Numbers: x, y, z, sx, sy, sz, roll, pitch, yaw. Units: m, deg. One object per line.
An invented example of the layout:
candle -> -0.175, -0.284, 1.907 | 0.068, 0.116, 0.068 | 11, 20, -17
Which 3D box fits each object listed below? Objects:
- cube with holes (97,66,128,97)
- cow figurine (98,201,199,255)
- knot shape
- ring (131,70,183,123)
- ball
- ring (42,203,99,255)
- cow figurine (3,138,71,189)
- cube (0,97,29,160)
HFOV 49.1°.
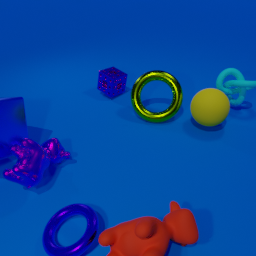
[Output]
cube with holes -> -0.548, -1.604, 9.697 | 0.702, 0.702, 0.702 | 34, 42, 29
cow figurine -> 0.424, 1.895, 4.990 | 1.566, 0.859, 1.540 | -19, -11, 22
knot shape -> 3.264, -1.314, 8.639 | 1.195, 1.277, 0.590 | 31, 56, -16
ring -> 0.868, -0.957, 8.493 | 1.593, 1.593, 0.319 | 4, 2, 6
ball -> 2.355, -0.594, 8.060 | 1.090, 1.090, 1.090 | 0, 36, 0
ring -> -1.086, 1.928, 5.293 | 1.131, 0.226, 1.131 | -14, 38, 11
cow figurine -> -1.997, 0.783, 6.390 | 0.774, 1.387, 1.409 | -23, 47, 29
cube -> -3.370, 0.006, 6.620 | 1.354, 1.354, 1.354 | 1, 11, 29
